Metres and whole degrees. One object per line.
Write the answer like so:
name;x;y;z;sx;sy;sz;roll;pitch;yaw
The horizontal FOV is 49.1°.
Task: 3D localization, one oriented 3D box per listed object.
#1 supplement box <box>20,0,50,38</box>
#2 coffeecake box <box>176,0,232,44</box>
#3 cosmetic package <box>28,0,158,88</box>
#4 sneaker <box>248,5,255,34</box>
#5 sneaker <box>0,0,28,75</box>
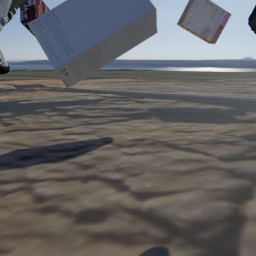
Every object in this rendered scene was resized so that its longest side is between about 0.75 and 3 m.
supplement box;-3.120;-3.843;10.662;0.691;1.235;2.269;-16;-23;13
coffeecake box;2.594;-3.704;9.570;1.449;1.112;0.529;23;13;-18
cosmetic package;-0.653;-2.011;5.669;2.256;1.273;0.915;-30;-15;-3
sneaker;2.183;-1.402;3.935;0.898;2.219;0.820;25;66;30
sneaker;-2.931;-2.025;6.104;1.067;1.642;2.843;-16;25;45
